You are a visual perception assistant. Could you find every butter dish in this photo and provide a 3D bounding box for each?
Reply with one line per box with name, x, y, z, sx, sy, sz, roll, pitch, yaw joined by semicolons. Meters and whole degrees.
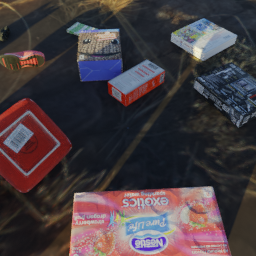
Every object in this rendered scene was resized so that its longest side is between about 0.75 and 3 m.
butter dish;-2.319;0.386;6.117;1.523;1.129;1.527;51;60;-16

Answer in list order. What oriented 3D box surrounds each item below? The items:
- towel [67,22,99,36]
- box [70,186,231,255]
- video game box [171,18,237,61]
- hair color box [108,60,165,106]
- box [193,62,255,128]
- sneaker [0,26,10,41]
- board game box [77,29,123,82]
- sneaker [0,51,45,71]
towel;-1.644;-3.533;10.106;0.937;0.110;0.715;23;52;19
box;0.301;1.839;4.751;2.399;1.136;1.231;-2;49;-1
video game box;2.554;-3.037;9.495;1.644;0.385;1.497;-31;58;-24
hair color box;0.250;-1.302;7.928;1.521;0.466;0.772;-35;57;-25
box;2.910;-0.983;7.660;1.411;0.445;1.789;-26;54;-21
sneaker;-4.386;-3.263;9.790;0.372;0.311;0.819;-11;42;3
board game box;-0.837;-2.239;8.535;1.267;0.769;1.589;-4;50;-3
sneaker;-3.277;-2.153;8.750;1.368;0.504;0.594;-3;36;-8
